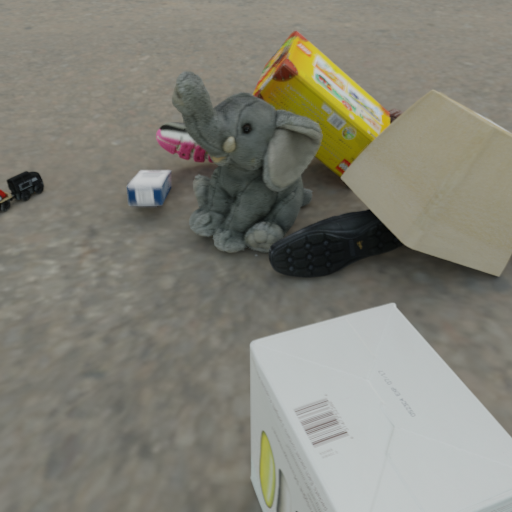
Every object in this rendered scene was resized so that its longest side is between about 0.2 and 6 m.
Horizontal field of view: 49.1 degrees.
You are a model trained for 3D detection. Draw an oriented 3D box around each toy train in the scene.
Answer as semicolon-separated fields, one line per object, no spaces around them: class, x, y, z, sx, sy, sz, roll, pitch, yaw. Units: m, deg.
toy train;-5.040;-1.015;10.559;0.409;0.549;2.396;21;42;27

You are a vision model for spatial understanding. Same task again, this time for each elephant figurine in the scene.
elephant figurine;-0.040;-1.734;9.239;2.230;3.151;2.445;8;39;3

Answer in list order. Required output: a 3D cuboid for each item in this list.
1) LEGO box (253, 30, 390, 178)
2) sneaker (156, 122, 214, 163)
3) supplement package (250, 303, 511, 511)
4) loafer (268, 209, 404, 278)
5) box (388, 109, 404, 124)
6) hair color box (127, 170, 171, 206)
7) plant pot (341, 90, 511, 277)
LEGO box;1.412;-3.023;11.512;2.808;1.083;2.091;36;36;-16
sneaker;-0.667;-2.760;12.010;2.924;1.279;1.079;-1;-8;-11
supplement package;0.988;2.026;5.090;1.590;2.161;2.067;-12;38;-16
loafer;1.347;-0.245;9.386;2.481;0.843;0.871;-15;21;-13
box;3.651;-3.337;13.897;0.451;0.337;0.900;-29;44;-34
hair color box;-2.050;-1.336;10.877;0.651;0.394;1.302;0;22;0
plant pot;3.153;-1.302;9.032;2.261;2.001;2.258;14;28;-30
